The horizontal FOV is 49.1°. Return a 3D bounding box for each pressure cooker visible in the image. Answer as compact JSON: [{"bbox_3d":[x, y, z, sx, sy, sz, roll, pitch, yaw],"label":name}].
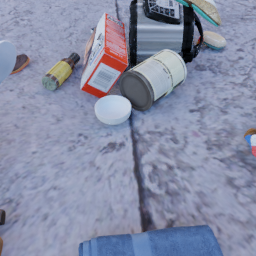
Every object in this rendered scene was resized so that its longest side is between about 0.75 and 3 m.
[{"bbox_3d":[1.385,-3.503,10.305,2.727,2.399,2.436,2,17,1],"label":"pressure cooker"}]

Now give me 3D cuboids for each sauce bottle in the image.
[{"bbox_3d":[-2.337,-2.107,10.115,0.634,0.634,1.960,16,46,16],"label":"sauce bottle"}]

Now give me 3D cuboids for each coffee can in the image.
[{"bbox_3d":[0.821,-1.558,9.014,1.349,1.349,1.844,33,53,29],"label":"coffee can"}]

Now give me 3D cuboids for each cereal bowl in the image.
[{"bbox_3d":[-0.449,-0.489,8.558,1.126,0.469,1.126,0,44,0],"label":"cereal bowl"}]

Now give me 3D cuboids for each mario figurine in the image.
[{"bbox_3d":[3.618,0.638,7.154,0.966,0.829,1.565,-2,43,-2],"label":"mario figurine"}]

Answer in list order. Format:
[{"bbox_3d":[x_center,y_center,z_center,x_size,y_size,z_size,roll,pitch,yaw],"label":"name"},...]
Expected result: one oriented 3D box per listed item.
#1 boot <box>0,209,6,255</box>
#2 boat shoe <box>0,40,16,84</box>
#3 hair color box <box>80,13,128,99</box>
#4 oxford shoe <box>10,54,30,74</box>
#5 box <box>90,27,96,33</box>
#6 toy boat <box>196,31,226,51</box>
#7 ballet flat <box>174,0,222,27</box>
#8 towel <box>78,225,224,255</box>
[{"bbox_3d":[-3.186,2.301,5.709,1.139,0.547,1.557,-8,44,1],"label":"boot"},{"bbox_3d":[-2.246,-0.775,4.393,0.451,0.476,1.362,18,83,30],"label":"boat shoe"},{"bbox_3d":[-0.838,-2.572,9.754,0.932,1.616,2.914,23,38,-23],"label":"hair color box"},{"bbox_3d":[-4.552,-2.381,10.331,0.700,0.713,1.966,33,53,29],"label":"oxford shoe"},{"bbox_3d":[-1.151,-4.448,12.837,0.836,0.208,0.829,-32,53,-29],"label":"box"},{"bbox_3d":[3.323,-3.559,11.705,1.382,0.642,1.162,-21,52,-31],"label":"toy boat"},{"bbox_3d":[1.689,-3.174,6.876,1.760,0.575,0.621,40,17,14],"label":"ballet flat"},{"bbox_3d":[0.441,2.656,5.188,2.694,0.654,1.504,-6,44,-5],"label":"towel"}]
